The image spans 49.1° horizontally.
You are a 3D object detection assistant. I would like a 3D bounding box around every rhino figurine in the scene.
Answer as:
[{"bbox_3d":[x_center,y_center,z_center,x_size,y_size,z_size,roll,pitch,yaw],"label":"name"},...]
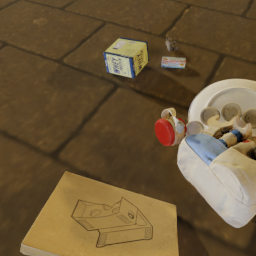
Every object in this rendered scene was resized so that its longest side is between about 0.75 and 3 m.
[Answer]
[{"bbox_3d":[1.721,-3.399,11.314,0.380,0.260,0.868,-10,54,-1],"label":"rhino figurine"}]

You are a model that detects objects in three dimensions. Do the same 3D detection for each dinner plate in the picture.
[{"bbox_3d":[2.929,-0.286,7.431,2.619,0.317,2.619,-5,63,11],"label":"dinner plate"}]

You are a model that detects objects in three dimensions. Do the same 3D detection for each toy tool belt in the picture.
[{"bbox_3d":[2.038,0.554,6.055,1.728,1.756,2.812,-19,48,-24],"label":"toy tool belt"}]

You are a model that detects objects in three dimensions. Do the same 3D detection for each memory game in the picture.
[{"bbox_3d":[2.430,0.586,6.772,2.447,2.447,0.156,27,14,22],"label":"memory game"}]

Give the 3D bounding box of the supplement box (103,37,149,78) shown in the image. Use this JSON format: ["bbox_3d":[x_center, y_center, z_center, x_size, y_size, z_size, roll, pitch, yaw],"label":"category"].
[{"bbox_3d":[-0.045,-2.594,10.242,1.206,0.810,1.205,18,52,26],"label":"supplement box"}]

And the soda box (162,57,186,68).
[{"bbox_3d":[1.723,-2.481,10.596,0.886,0.303,0.282,5,51,4],"label":"soda box"}]

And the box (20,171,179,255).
[{"bbox_3d":[-0.348,1.980,5.736,2.793,0.297,2.283,17,25,0],"label":"box"}]
